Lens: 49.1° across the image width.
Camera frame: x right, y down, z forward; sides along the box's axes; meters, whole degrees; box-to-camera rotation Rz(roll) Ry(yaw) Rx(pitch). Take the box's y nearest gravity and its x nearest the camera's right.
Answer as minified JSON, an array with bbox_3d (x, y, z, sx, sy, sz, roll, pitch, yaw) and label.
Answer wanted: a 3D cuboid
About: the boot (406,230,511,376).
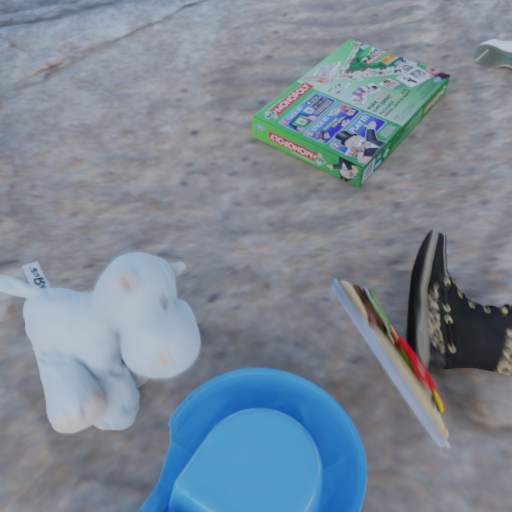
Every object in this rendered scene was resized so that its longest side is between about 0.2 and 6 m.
[{"bbox_3d":[2.917,0.682,7.762,1.487,0.723,1.975,9,71,5],"label":"boot"}]

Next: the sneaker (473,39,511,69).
[{"bbox_3d":[5.790,-4.359,12.237,1.880,0.661,0.753,30,53,24],"label":"sneaker"}]

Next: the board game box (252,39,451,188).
[{"bbox_3d":[1.956,-3.017,11.185,2.436,0.527,3.619,30,56,23],"label":"board game box"}]

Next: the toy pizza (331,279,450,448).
[{"bbox_3d":[1.646,1.167,6.588,0.362,2.284,2.284,-35,54,6],"label":"toy pizza"}]

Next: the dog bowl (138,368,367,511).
[{"bbox_3d":[-0.436,3.067,5.810,2.228,0.991,3.998,26,54,20],"label":"dog bowl"}]

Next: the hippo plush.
[{"bbox_3d":[-1.572,0.730,6.692,1.929,1.911,2.399,-29,85,18],"label":"hippo plush"}]
